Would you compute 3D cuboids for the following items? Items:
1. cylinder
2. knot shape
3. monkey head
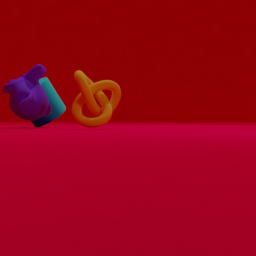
[{"bbox_3d":[-2.926,-0.860,9.395,1.230,1.230,1.230,-24,24,11],"label":"cylinder"},{"bbox_3d":[-0.851,-0.791,6.743,0.668,1.353,1.446,-20,20,44],"label":"knot shape"},{"bbox_3d":[-2.568,-0.920,7.627,1.421,1.190,1.975,-43,-4,-1],"label":"monkey head"}]
